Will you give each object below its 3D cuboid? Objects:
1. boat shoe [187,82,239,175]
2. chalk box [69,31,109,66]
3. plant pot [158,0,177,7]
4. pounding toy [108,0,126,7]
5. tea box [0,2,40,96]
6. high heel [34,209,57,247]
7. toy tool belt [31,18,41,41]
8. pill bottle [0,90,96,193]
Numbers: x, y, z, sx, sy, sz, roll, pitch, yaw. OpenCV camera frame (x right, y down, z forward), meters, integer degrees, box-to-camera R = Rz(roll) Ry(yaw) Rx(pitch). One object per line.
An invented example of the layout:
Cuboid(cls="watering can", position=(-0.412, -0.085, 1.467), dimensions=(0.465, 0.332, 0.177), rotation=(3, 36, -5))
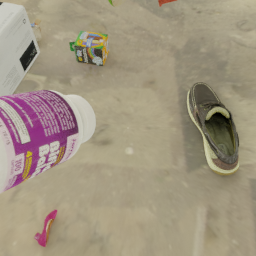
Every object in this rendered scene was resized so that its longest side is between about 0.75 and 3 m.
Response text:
Cuboid(cls="boat shoe", position=(2.254, -0.212, 7.208), dimensions=(1.001, 0.921, 2.801), rotation=(-5, 56, -3))
Cuboid(cls="chalk box", position=(-1.262, -2.544, 8.884), dimensions=(1.171, 0.731, 0.726), rotation=(12, 57, 6))
Cuboid(cls="plant pot", position=(1.573, -3.913, 6.444), dimensions=(1.851, 1.904, 1.904), rotation=(-2, 56, 11))
Cuboid(cls="pounding toy", position=(-0.288, -3.154, 5.620), dimensions=(0.623, 1.343, 1.037), rotation=(33, 84, 7))
Cuboid(cls="tea box", position=(-4.439, -2.191, 8.012), dimensions=(2.599, 1.765, 2.641), rotation=(12, 57, 9))
Cuboid(cls="high heel", position=(-1.681, 2.144, 6.020), dimensions=(0.363, 0.255, 0.757), rotation=(24, 64, 27))
Cuboid(cls="toy tool belt", position=(-3.494, -3.329, 9.354), dimensions=(1.163, 0.726, 0.714), rotation=(1, 97, -7))
Cuboid(cls="pill bottle", position=(-1.529, 0.088, 4.395), dimensions=(1.293, 1.293, 2.304), rotation=(30, 26, 19))
